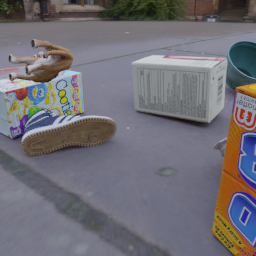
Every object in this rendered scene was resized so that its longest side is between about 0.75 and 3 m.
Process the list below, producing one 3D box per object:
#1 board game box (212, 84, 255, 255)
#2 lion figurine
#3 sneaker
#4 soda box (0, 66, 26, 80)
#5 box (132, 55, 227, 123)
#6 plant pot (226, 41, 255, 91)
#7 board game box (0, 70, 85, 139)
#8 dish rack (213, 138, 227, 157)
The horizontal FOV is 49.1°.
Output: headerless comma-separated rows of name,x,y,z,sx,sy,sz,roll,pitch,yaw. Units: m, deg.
board game box,2.768,0.766,3.260,2.312,2.312,2.314,-11,27,-24
lion figurine,-1.589,-1.264,5.569,1.198,0.709,1.956,-7,10,-42
sneaker,-1.472,-0.047,6.889,2.212,0.775,1.200,-11,29,-17
soda box,-4.139,-1.677,9.995,2.914,0.926,0.997,-13,16,-26
box,1.494,-1.245,8.287,2.442,1.561,1.330,13,30,33
plant pot,4.271,-2.085,10.214,1.810,1.213,1.810,4,59,-6
board game box,-2.573,-0.809,7.927,1.271,1.248,2.424,18,31,36
dish rack,2.634,0.203,5.180,1.482,1.727,0.376,11,54,-42
